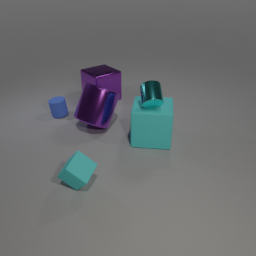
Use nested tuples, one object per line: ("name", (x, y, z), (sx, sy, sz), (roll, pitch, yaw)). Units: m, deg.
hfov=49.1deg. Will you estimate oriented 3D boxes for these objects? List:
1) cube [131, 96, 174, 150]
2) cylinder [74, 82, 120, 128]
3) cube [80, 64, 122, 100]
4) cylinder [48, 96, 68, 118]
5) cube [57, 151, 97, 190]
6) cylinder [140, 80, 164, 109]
("cube", (0.867, -0.216, 10.041), (1.400, 1.400, 1.400), (4, 30, 6))
("cylinder", (-1.193, -0.866, 10.731), (1.400, 1.400, 1.400), (19, 6, -2))
("cube", (-1.259, -2.053, 13.214), (1.400, 1.400, 1.400), (-21, 36, -32))
("cylinder", (-2.937, -0.886, 11.833), (0.700, 0.700, 0.700), (-6, 31, 3))
("cube", (-1.416, 1.195, 7.855), (0.700, 0.700, 0.700), (38, 49, -12))
("cylinder", (0.771, -1.082, 9.150), (0.700, 0.700, 0.700), (-3, 68, -6))
